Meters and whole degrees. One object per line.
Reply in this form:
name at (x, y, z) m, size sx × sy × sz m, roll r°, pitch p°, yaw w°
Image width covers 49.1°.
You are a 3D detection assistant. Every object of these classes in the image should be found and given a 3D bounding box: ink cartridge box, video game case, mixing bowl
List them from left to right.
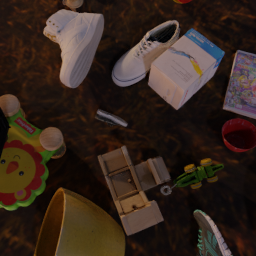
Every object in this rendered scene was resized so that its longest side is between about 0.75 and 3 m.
ink cartridge box at (1.716, -1.768, 8.576) m, size 1.804 × 1.328 × 1.305 m, roll -43°, pitch 75°, yaw -14°
mixing bowl at (3.213, 0.303, 8.177) m, size 1.042 × 0.564 × 1.042 m, roll -1°, pitch 58°, yaw 2°
video game case at (4.078, -1.379, 9.037) m, size 1.597 × 0.201 × 2.230 m, roll 17°, pitch 71°, yaw 6°

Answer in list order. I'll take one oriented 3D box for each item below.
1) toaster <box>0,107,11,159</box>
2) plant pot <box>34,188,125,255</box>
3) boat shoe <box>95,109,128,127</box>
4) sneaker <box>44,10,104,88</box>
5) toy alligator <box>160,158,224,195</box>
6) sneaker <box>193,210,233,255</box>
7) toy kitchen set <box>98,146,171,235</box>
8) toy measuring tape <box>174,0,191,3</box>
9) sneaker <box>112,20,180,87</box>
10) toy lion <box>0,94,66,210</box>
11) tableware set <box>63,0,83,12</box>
toaster at (-3.679, 0.105, 6.766) m, size 1.078 × 1.643 × 1.817 m, roll 6°, pitch 63°, yaw -4°
plant pot at (-1.081, 2.786, 6.586) m, size 1.710 × 2.409 × 2.409 m, roll 18°, pitch 69°, yaw -20°
boat shoe at (-0.513, -0.232, 8.573) m, size 1.012 × 0.358 × 0.322 m, roll 24°, pitch 105°, yaw 0°
sneaker at (-2.010, -2.648, 9.109) m, size 1.720 × 1.096 × 2.976 m, roll 13°, pitch 61°, yaw 7°
toy alligator at (1.768, 1.368, 7.905) m, size 1.894 × 0.455 × 0.628 m, roll -20°, pitch 93°, yaw -1°
sneaker at (2.064, 3.002, 7.214) m, size 0.795 × 0.676 × 1.743 m, roll -25°, pitch 70°, yaw -5°
toy kitchen set at (0.365, 1.300, 7.131) m, size 1.731 × 1.915 × 2.122 m, roll -20°, pitch 75°, yaw -8°
toy measuring tape at (2.472, -4.953, 10.150) m, size 2.902 × 1.068 × 1.068 m, roll 1°, pitch 68°, yaw -24°
sneaker at (0.560, -2.512, 9.017) m, size 1.038 × 1.007 × 2.843 m, roll 41°, pitch 75°, yaw 14°
toy lion at (-3.209, 0.739, 7.651) m, size 2.687 × 0.922 × 2.576 m, roll 36°, pitch 65°, yaw 11°
tableware set at (-2.063, -5.299, 10.465) m, size 1.686 × 0.234 × 2.018 m, roll 38°, pitch 74°, yaw 14°
